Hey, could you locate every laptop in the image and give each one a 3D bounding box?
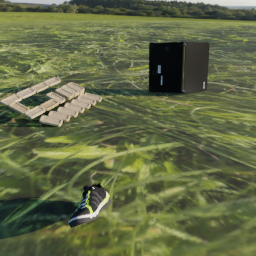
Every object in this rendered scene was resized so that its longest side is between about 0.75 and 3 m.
[{"bbox_3d":[2.111,-2.518,11.663,2.278,2.019,1.176,5,15,21],"label":"laptop"}]

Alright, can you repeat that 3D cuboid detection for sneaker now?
[{"bbox_3d":[-0.732,1.311,4.970,0.464,0.536,1.295,-25,-3,16],"label":"sneaker"}]

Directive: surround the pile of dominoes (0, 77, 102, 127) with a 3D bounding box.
[{"bbox_3d":[-2.577,-0.856,9.974,2.263,0.462,2.903,27,37,17],"label":"pile of dominoes"}]
